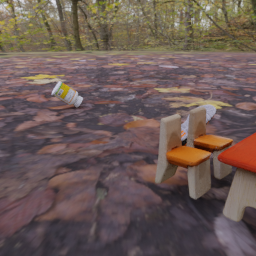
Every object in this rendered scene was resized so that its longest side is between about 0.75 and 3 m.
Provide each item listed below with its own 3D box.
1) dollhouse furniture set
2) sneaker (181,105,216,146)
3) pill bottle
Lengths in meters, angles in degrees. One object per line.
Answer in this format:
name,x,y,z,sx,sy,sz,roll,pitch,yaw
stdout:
dollhouse furniture set,2.310,0.179,3.954,2.937,1.513,2.905,16,21,39
sneaker,1.374,-0.008,5.651,1.019,0.571,0.395,-40,52,3
pill bottle,-1.995,-1.082,9.299,0.940,0.522,0.522,32,6,-23
